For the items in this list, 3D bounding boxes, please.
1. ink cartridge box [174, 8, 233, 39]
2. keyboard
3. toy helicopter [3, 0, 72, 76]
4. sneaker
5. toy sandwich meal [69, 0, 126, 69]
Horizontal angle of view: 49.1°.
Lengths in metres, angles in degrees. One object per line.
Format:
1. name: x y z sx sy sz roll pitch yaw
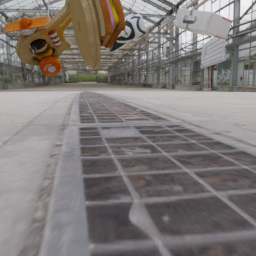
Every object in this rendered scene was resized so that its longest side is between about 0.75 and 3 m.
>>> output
1. ink cartridge box: 1.339 -1.893 5.067 0.603 0.351 0.828 2 24 -38
2. keyboard: 2.594 -2.361 8.709 0.155 0.817 2.904 -3 8 4
3. toy helicopter: -2.429 -3.131 8.722 2.961 1.168 1.958 -40 -34 21
4. sneaker: -0.384 -3.838 11.383 1.727 1.059 2.654 -21 25 -4
5. toy sandwich meal: -0.707 -2.277 6.046 0.712 2.078 2.078 -15 13 -16
